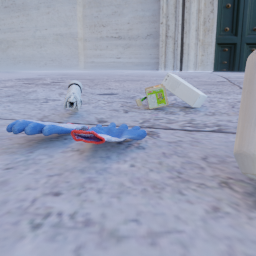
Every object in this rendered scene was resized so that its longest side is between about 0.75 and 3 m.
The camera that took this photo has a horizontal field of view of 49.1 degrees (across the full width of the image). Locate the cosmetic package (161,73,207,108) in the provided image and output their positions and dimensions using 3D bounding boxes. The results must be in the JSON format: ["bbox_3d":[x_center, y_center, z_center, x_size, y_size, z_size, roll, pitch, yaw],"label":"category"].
[{"bbox_3d":[2.111,-1.426,10.595,1.583,0.564,0.803,41,22,27],"label":"cosmetic package"}]

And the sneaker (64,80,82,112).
[{"bbox_3d":[-1.780,-0.785,8.994,0.539,1.434,0.824,11,55,-6],"label":"sneaker"}]

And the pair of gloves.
[{"bbox_3d":[-1.079,0.009,6.031,2.780,0.317,2.235,7,4,21],"label":"pair of gloves"}]

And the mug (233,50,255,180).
[{"bbox_3d":[2.243,-0.036,3.527,1.596,1.636,1.993,21,-6,-15],"label":"mug"}]

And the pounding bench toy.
[{"bbox_3d":[0.841,-1.139,10.381,1.142,0.709,0.891,-13,13,4],"label":"pounding bench toy"}]
